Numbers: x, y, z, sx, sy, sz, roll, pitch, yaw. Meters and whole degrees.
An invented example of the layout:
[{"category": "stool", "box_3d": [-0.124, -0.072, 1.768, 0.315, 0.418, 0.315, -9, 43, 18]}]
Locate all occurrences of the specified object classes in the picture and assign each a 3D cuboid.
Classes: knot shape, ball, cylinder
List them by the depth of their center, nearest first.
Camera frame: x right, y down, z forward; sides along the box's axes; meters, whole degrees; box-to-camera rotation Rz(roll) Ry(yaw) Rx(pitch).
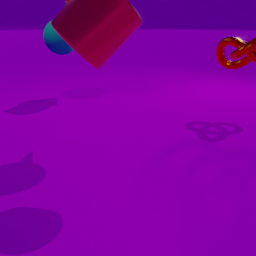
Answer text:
[{"category": "cylinder", "box_3d": [-0.424, -1.444, 3.863, 0.905, 0.905, 0.905, 44, 8, -8]}, {"category": "knot shape", "box_3d": [3.191, -2.039, 7.514, 1.537, 0.710, 1.438, 13, -2, 9]}, {"category": "ball", "box_3d": [-2.371, -3.233, 9.956, 1.225, 1.225, 1.225, 0, 21, 0]}]

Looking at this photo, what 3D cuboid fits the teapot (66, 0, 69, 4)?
[{"category": "teapot", "box_3d": [-0.854, -2.734, 5.230, 1.258, 0.991, 2.024, 32, 34, -7]}]
